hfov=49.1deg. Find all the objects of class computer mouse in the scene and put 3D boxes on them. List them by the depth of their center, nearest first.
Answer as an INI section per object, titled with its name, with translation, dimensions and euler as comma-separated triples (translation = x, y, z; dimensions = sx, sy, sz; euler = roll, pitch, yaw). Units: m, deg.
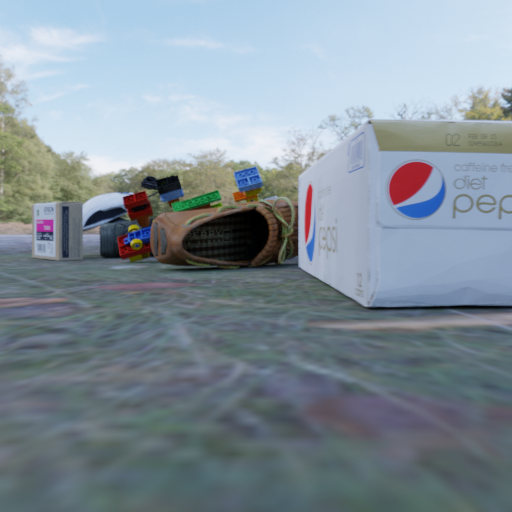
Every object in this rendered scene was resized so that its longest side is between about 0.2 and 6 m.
[computer mouse]
translation = -2.699, -1.093, 11.065
dimensions = 2.055, 0.451, 1.127
euler = -27, 29, -18

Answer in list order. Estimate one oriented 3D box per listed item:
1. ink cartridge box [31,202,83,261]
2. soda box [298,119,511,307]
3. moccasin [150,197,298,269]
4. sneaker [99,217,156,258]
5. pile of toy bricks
[ink cartridge box]
translation = -3.463, -0.424, 9.713
dimensions = 0.451, 0.990, 1.201
euler = -3, 4, -42
[soda box]
translation = 1.302, -0.375, 5.654
dimensions = 1.379, 1.289, 4.050
euler = 0, 3, -2
[moccasin]
translation = -0.021, -0.325, 7.643
dimensions = 2.776, 1.015, 1.072
euler = 0, 7, -38
[sneaker]
translation = -2.422, -0.370, 10.986
dimensions = 1.209, 0.807, 2.110
euler = 1, 5, -14
[pile of toy bricks]
translation = -0.892, -0.468, 9.435
dimensions = 2.689, 1.492, 1.328
euler = -15, -39, -4
